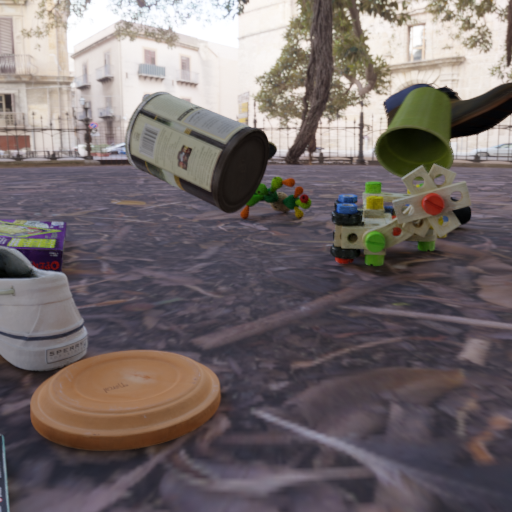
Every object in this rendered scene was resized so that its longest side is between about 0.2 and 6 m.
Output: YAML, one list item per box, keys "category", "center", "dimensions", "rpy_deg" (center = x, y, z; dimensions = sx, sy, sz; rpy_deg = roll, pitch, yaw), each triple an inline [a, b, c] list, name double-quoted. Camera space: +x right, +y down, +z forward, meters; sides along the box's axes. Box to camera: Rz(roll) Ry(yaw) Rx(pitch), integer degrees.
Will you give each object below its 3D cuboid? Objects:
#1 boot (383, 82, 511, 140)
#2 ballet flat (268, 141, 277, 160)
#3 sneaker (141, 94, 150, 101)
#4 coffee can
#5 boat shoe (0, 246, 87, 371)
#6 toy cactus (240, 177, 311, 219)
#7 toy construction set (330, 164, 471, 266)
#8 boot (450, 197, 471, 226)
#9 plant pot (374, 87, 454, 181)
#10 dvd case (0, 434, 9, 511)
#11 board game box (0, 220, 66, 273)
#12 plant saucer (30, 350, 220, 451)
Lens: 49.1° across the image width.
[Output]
- category: "boot"
  center: [3.923, -3.175, 11.697]
  dimensions: [1.222, 1.586, 3.272]
  rpy_deg: [-3, -14, -40]
- category: "ballet flat"
  center: [-0.368, -1.934, 10.435]
  dimensions: [1.573, 0.523, 0.447]
  rpy_deg: [-5, 31, 16]
- category: "sneaker"
  center: [-2.077, -3.382, 13.737]
  dimensions: [0.744, 0.731, 1.931]
  rpy_deg: [-4, -20, 28]
- category: "coffee can"
  center: [-0.823, -1.476, 7.869]
  dimensions: [1.657, 1.212, 1.212]
  rpy_deg: [27, 23, 23]
- category: "boat shoe"
  center: [-3.113, 0.403, 6.896]
  dimensions: [3.308, 1.105, 1.217]
  rpy_deg: [9, 15, 37]
- category: "toy cactus"
  center: [0.575, -1.662, 17.252]
  dimensions: [2.710, 1.386, 2.236]
  rpy_deg: [2, -7, 24]
- category: "toy construction set"
  center: [2.814, -0.702, 11.091]
  dimensions: [2.580, 1.812, 3.934]
  rpy_deg: [2, 1, 10]
- category: "boot"
  center: [4.880, -1.073, 14.535]
  dimensions: [1.835, 0.834, 2.184]
  rpy_deg: [-8, 8, -19]
- category: "plant pot"
  center: [3.054, -2.358, 10.410]
  dimensions: [1.417, 1.417, 1.346]
  rpy_deg: [6, 57, 28]
- category: "dvd case"
  center: [-2.476, 1.639, 3.236]
  dimensions: [1.929, 0.212, 1.408]
  rpy_deg: [-5, 13, -26]
- category: "board game box"
  center: [-4.968, -0.273, 11.272]
  dimensions: [2.146, 0.577, 3.576]
  rpy_deg: [6, 9, -18]
- category: "plant saucer"
  center: [-1.165, 1.216, 5.108]
  dimensions: [1.676, 0.271, 1.676]
  rpy_deg: [-1, 12, 0]
